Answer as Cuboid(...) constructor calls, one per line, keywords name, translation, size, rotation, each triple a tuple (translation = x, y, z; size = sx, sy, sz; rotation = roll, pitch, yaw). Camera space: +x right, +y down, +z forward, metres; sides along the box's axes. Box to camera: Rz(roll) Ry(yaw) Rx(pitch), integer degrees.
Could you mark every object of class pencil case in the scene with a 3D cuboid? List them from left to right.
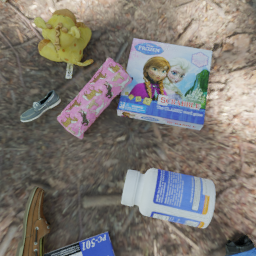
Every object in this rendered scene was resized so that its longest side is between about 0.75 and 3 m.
Cuboid(name="pencil case", translation=(-1.029, -0.878, 8.584), size=(2.596, 1.123, 1.075), rotation=(-49, 49, 1))

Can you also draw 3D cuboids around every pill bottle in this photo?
Cuboid(name="pill bottle", translation=(1.073, 1.868, 7.811), size=(2.388, 1.338, 1.338), rotation=(12, 71, 4))

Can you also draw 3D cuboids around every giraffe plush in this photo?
Cuboid(name="giraffe plush", translation=(-2.168, -3.068, 9.244), size=(1.960, 1.842, 2.271), rotation=(-13, 71, -4))

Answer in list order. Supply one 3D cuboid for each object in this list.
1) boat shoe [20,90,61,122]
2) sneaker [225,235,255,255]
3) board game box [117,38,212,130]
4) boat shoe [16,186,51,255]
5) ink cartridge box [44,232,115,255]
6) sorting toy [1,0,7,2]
Cuboid(name="boat shoe", translation=(-2.833, -0.718, 8.896), size=(1.420, 0.439, 0.517), rotation=(-35, 45, -18))
Cuboid(name="sneaker", translation=(3.500, 3.420, 7.641), size=(1.678, 0.644, 0.934), rotation=(-3, 79, 6))
Cuboid(name="board game box", translation=(1.262, -1.518, 9.382), size=(2.773, 0.570, 2.766), rotation=(10, 71, 3))
Cuboid(name="boat shoe", translation=(-2.521, 2.795, 7.848), size=(0.761, 0.805, 2.239), rotation=(8, 80, -2))
Cuboid(name="ink cartridge box", translation=(-1.295, 3.579, 7.717), size=(1.810, 0.400, 0.851), rotation=(-18, 73, -6))
Cuboid(name="sorting toy", translation=(-4.790, -5.858, 11.049), size=(1.287, 0.256, 1.742), rotation=(31, 74, 10))
